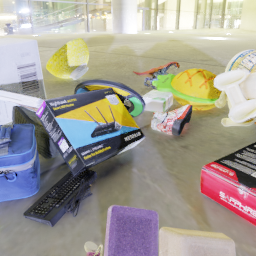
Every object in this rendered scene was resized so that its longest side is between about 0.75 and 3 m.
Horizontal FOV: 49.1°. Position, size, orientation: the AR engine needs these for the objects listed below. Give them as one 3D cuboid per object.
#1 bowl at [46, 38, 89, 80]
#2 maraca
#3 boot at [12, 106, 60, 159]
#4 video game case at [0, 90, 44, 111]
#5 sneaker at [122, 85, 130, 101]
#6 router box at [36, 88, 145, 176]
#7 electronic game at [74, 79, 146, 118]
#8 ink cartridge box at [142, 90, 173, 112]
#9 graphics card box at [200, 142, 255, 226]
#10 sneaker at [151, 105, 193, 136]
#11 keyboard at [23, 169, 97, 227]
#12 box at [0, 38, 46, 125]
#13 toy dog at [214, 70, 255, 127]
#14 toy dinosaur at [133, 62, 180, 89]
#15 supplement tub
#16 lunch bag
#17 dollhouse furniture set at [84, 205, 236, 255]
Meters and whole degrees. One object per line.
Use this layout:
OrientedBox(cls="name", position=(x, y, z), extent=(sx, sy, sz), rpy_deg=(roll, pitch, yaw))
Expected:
OrientedBox(cls="bowl", position=(-2.944, -3.412, 14.977), extent=(2.546, 1.370, 2.546), rpy_deg=(-39, 1, 1))
OrientedBox(cls="maraca", position=(2.338, -1.537, 10.648), extent=(2.791, 1.493, 1.914), rpy_deg=(17, 32, 18))
OrientedBox(cls="boot", position=(-2.049, 0.019, 8.085), extent=(1.807, 0.937, 2.767), rpy_deg=(-13, 30, -43))
OrientedBox(cls="video game case", position=(-2.687, -0.645, 8.726), extent=(2.224, 0.280, 2.440), rpy_deg=(13, -4, 29))
OrientedBox(cls="sneaker", position=(-0.624, -1.471, 11.693), extent=(1.707, 0.688, 0.712), rpy_deg=(-7, 18, -14))
OrientedBox(cls="router box", position=(-0.816, -0.040, 6.884), extent=(2.305, 0.588, 1.719), rpy_deg=(-22, 73, -51))
OrientedBox(cls="electronic game", position=(-0.572, -0.846, 8.810), extent=(2.269, 2.269, 0.472), rpy_deg=(6, 68, 13))
OrientedBox(cls="ink cartridge box", position=(1.142, -1.055, 10.822), extent=(0.902, 0.543, 1.241), rpy_deg=(11, 27, 23))
OrientedBox(cls="graphics card box", position=(3.110, 0.980, 5.745), extent=(2.869, 0.730, 1.800), rpy_deg=(-18, 28, -33))
OrientedBox(cls="sneaker", position=(1.419, -0.388, 9.097), extent=(1.032, 0.643, 1.925), rpy_deg=(13, 29, 22))
OrientedBox(cls="keyboard", position=(-1.196, 1.228, 5.664), extent=(0.944, 0.359, 1.814), rpy_deg=(8, 25, 19))
OrientedBox(cls="box", position=(-4.388, -1.620, 9.525), extent=(1.663, 2.531, 2.544), rpy_deg=(13, 28, 32))
OrientedBox(cls="toy dog", position=(3.651, -0.873, 8.430), extent=(2.100, 1.511, 2.166), rpy_deg=(-31, -23, 11))
OrientedBox(cls="toy dinosaur", position=(1.595, -2.717, 13.460), extent=(1.838, 2.026, 1.064), rpy_deg=(-55, 31, -9))
OrientedBox(cls="supplement tub", position=(5.317, -1.834, 10.750), extent=(2.018, 2.018, 2.789), rpy_deg=(-7, 24, -16))
OrientedBox(cls="lunch bag", position=(-2.576, 0.624, 5.935), extent=(1.264, 1.231, 1.860), rpy_deg=(-7, 23, -16))
OrientedBox(cls="dollhouse furniture set", position=(0.326, 2.102, 3.860), extent=(2.094, 1.659, 1.486), rpy_deg=(15, -26, -24))
